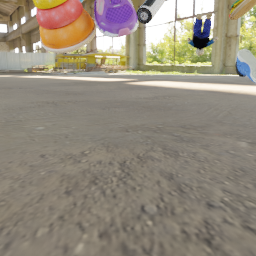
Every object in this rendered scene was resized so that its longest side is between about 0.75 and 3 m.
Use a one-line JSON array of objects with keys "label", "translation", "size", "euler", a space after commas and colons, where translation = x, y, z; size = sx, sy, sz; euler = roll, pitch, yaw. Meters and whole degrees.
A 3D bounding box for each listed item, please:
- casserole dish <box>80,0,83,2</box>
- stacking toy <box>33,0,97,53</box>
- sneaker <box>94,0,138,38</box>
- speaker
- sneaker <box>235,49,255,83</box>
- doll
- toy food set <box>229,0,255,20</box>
[{"label": "casserole dish", "translation": [-1.994, -4.182, 7.951], "size": [0.360, 1.125, 1.858], "euler": [8, 14, 42]}, {"label": "stacking toy", "translation": [-1.501, -2.635, 5.834], "size": [1.352, 1.850, 1.352], "euler": [-6, 52, 8]}, {"label": "sneaker", "translation": [-0.374, -2.967, 5.987], "size": [0.926, 2.302, 1.018], "euler": [-11, -27, -3]}, {"label": "speaker", "translation": [0.720, -3.732, 8.661], "size": [0.524, 0.524, 1.290], "euler": [7, 46, 26]}, {"label": "sneaker", "translation": [2.550, -1.165, 5.823], "size": [0.344, 0.897, 0.499], "euler": [-27, -23, -2]}, {"label": "doll", "translation": [2.475, -3.025, 9.275], "size": [1.000, 1.465, 0.355], "euler": [5, 50, 9]}, {"label": "toy food set", "translation": [3.930, -4.144, 9.420], "size": [1.220, 0.297, 1.208], "euler": [-34, -8, 3]}]
